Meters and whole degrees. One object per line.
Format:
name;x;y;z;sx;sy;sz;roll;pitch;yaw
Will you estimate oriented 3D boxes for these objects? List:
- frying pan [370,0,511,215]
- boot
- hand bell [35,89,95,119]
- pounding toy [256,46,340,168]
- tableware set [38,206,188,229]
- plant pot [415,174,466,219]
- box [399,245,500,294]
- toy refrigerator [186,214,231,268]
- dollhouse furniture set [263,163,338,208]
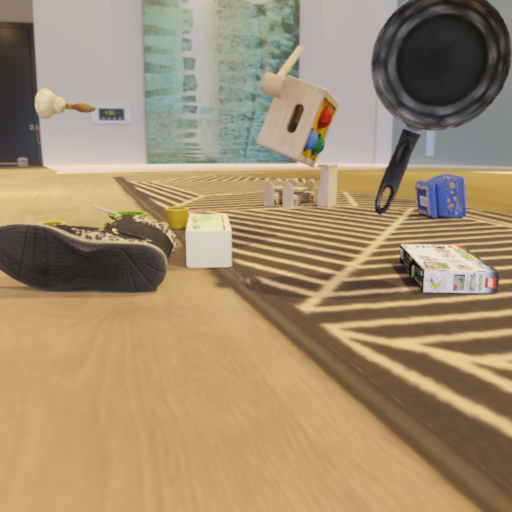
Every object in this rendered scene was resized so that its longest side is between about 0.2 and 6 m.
frying pan;3.268;-2.664;10.021;2.334;3.859;0.628;2;20;23
boot;-2.820;-0.154;9.835;2.908;1.064;2.190;4;13;2
hand bell;-4.047;-3.223;12.103;1.257;0.655;0.655;10;15;16
pounding toy;1.107;-3.601;13.405;1.309;2.513;2.860;25;11;16
tableware set;-3.415;-0.775;13.770;2.860;0.652;4.246;9;15;37
plant pot;5.633;-1.801;17.267;1.134;1.262;1.262;-9;13;-7
box;3.319;0.185;9.902;1.197;0.377;2.174;1;12;5
toy refrigerator;-0.985;-0.395;11.602;0.872;0.804;2.298;-1;13;-4
dollhouse furniture set;1.681;-2.592;20.214;2.288;1.489;2.102;7;13;27
